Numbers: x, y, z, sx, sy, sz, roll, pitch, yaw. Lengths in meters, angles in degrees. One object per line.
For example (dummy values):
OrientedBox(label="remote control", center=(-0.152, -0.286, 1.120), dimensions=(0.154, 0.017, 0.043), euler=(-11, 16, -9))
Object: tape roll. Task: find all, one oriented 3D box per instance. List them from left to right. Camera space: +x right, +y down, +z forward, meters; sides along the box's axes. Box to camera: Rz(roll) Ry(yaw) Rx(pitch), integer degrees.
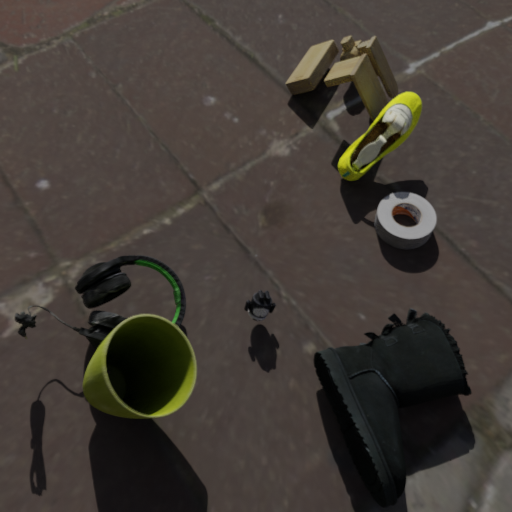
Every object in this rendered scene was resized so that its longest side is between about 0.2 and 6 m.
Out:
OrientedBox(label="tape roll", center=(2.964, -0.707, 11.175), dimensions=(1.161, 0.384, 1.161), euler=(0, 57, 0))

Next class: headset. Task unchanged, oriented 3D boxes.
OrientedBox(label="headset", center=(-2.535, 0.866, 9.418), dimensions=(2.722, 1.279, 1.681), euler=(-9, 80, -14))

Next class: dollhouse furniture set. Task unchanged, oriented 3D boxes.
OrientedBox(label="dollhouse furniture set", center=(2.126, -3.946, 13.259), dimensions=(2.070, 1.687, 1.968), euler=(0, 49, 43))

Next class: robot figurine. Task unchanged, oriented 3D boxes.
OrientedBox(label="robot figurine", center=(0.072, 0.885, 9.877), dimensions=(0.448, 0.597, 0.372), euler=(31, 38, 14))

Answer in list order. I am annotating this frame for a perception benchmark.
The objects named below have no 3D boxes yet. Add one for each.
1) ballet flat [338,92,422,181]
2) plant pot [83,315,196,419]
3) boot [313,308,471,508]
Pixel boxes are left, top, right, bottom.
OrientedBox(label="ballet flat", center=(2.645, -2.473, 11.589), dimensions=(0.787, 0.789, 2.355), euler=(44, 91, -3))
OrientedBox(label="plant pot", center=(-1.984, 1.854, 8.641), dimensions=(1.509, 1.612, 1.509), euler=(20, 57, -33))
OrientedBox(label="boot", center=(2.379, 2.288, 8.956), dimensions=(2.229, 1.007, 2.720), euler=(-14, 58, -13))
